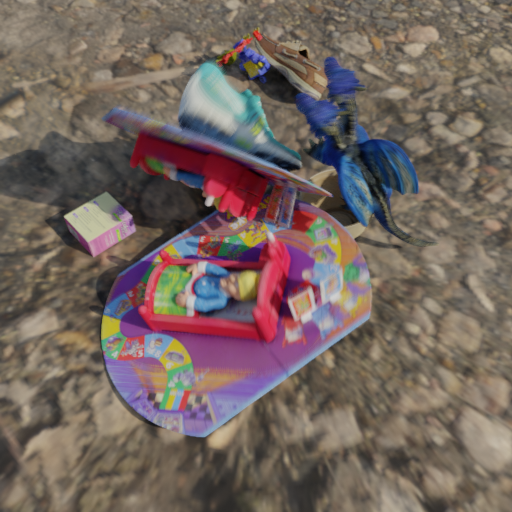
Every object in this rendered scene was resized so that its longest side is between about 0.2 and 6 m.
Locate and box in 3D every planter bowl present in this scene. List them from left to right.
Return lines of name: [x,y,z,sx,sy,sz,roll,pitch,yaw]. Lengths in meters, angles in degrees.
planter bowl: [1.432,-0.750,9.858,1.315,0.885,1.315,-3,55,5]

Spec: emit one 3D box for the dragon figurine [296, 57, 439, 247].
dragon figurine: [1.704,-1.194,8.509,1.077,3.659,1.819,-34,15,5]

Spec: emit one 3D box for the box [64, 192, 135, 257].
box: [-2.797,-0.574,10.048,0.918,0.444,0.807,-37,61,-24]

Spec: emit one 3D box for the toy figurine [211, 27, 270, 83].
toy figurine: [-0.252,-4.318,12.871,0.949,1.078,1.800,-51,24,-19]

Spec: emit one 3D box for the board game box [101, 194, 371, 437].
board game box: [-0.518,0.412,8.415,4.285,0.834,3.386,-34,53,-9]

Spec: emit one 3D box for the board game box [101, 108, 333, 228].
board game box: [-0.903,-1.267,9.010,3.349,4.239,0.825,18,94,-21]

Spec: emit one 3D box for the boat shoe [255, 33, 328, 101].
boat shoe: [0.858,-4.404,12.638,2.274,0.816,0.861,49,21,23]

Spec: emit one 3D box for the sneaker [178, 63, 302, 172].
sneaker: [-0.085,-2.138,9.227,1.048,2.705,1.077,1,72,40]
